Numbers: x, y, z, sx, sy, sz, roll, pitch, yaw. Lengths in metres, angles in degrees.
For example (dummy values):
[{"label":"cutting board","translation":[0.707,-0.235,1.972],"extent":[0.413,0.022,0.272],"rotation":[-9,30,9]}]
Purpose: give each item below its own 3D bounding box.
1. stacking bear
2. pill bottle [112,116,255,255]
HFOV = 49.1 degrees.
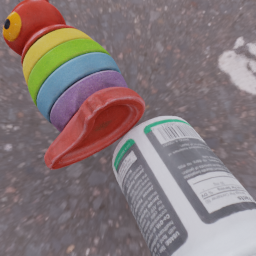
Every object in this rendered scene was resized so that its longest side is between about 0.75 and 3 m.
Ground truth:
[{"label":"stacking bear","translation":[-1.090,-0.995,4.630],"extent":[1.674,1.567,2.756],"rotation":[-46,71,32]},{"label":"pill bottle","translation":[0.974,1.290,4.159],"extent":[1.652,1.652,2.922],"rotation":[-25,46,-5]}]
